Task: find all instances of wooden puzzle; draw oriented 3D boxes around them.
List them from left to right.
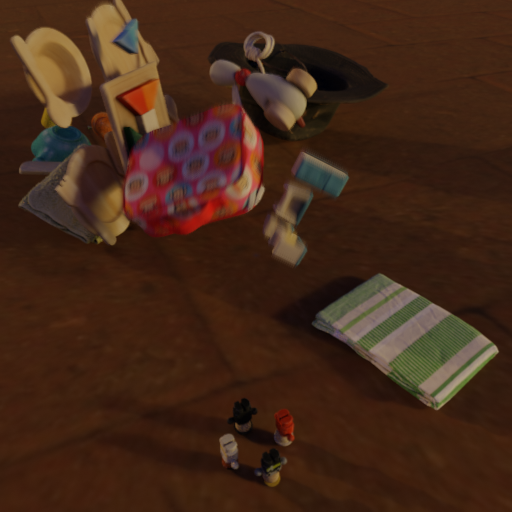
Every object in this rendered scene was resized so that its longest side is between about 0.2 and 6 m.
[{"bbox_3d":[-1.853,-2.187,9.471,0.358,3.060,2.064,-1,37,18],"label":"wooden puzzle"}]

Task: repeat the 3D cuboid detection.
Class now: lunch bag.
[{"bbox_3d":[-0.946,-1.150,8.320,2.122,0.869,1.869,-14,56,21],"label":"lunch bag"}]

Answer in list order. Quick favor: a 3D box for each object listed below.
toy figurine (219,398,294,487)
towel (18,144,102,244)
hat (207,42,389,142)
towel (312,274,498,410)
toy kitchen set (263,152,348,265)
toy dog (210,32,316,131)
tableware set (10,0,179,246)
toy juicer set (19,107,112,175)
[{"bbox_3d":[0.005,2.034,6.122,0.778,0.541,0.766,11,43,12],"label":"toy figurine"},{"bbox_3d":[-3.010,-1.144,9.991,1.516,0.373,2.044,28,46,-1],"label":"towel"},{"bbox_3d":[0.834,-3.520,12.548,4.053,1.635,4.053,8,32,-5],"label":"hat"},{"bbox_3d":[2.014,1.070,7.650,1.581,0.243,2.073,-28,43,-32],"label":"towel"},{"bbox_3d":[0.750,-0.606,7.744,0.751,1.276,1.022,22,18,-18],"label":"toy kitchen set"},{"bbox_3d":[0.199,-2.964,10.367,1.445,1.056,2.192,-36,58,1],"label":"toy dog"},{"bbox_3d":[-2.402,-2.410,9.588,0.465,3.349,4.009,-7,31,28],"label":"tableware set"},{"bbox_3d":[-3.641,-2.132,11.660,1.955,0.836,3.073,11,37,-17],"label":"toy juicer set"}]
